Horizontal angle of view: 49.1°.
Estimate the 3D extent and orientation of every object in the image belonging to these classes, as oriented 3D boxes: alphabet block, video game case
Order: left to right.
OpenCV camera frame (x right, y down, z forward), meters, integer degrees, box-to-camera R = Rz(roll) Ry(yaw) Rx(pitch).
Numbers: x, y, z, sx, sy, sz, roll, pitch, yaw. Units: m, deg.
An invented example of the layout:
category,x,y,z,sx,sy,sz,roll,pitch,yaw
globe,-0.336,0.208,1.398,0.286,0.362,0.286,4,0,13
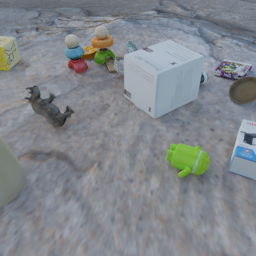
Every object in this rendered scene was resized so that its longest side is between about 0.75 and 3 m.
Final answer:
category,x,y,z,sx,sy,sz,roll,pitch,yaw
alphabet block,-6.807,-4.044,15.073,1.382,1.374,1.407,7,39,11
video game case,5.488,-3.043,14.617,1.504,0.297,1.659,20,43,29

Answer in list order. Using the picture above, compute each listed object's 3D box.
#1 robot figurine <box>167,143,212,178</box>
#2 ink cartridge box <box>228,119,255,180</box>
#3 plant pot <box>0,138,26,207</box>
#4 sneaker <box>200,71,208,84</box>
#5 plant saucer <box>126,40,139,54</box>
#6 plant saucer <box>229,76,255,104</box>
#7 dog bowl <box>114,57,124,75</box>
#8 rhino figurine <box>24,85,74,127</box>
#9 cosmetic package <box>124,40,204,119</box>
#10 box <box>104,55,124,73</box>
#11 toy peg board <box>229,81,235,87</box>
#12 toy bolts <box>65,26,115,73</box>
category,x,y,z,sx,sy,sz,roll,pitch,yaw
robot figurine,2.042,1.038,9.372,1.459,0.844,1.280,18,43,20
ink cartridge box,4.494,0.760,9.663,1.509,0.871,2.081,17,43,19
plant pot,-4.423,0.957,8.354,2.126,2.270,2.126,-1,40,0
sneaker,2.787,-2.773,13.994,1.048,0.770,2.317,-28,49,-33
plant saucer,0.225,-4.237,15.432,0.298,1.187,1.187,-22,26,36
plant saucer,5.309,-1.675,12.601,1.479,0.218,1.479,-19,51,25
dog bowl,0.111,-2.939,13.914,1.803,0.529,1.803,20,23,-9
rhino figurine,-3.274,-0.923,11.197,2.334,0.698,1.020,37,89,10
cosmetic package,1.487,-2.178,12.171,2.632,2.172,2.170,-26,46,-28
box,-0.319,-3.573,15.407,1.837,0.195,1.502,-10,41,-13
toy peg board,5.685,-2.122,13.396,1.099,0.538,1.095,-22,45,-25
toy bolts,-2.335,-4.411,14.992,2.650,1.838,2.532,-33,45,-29
